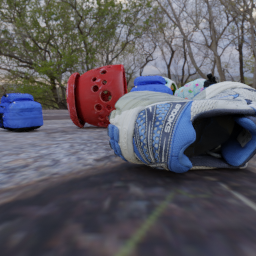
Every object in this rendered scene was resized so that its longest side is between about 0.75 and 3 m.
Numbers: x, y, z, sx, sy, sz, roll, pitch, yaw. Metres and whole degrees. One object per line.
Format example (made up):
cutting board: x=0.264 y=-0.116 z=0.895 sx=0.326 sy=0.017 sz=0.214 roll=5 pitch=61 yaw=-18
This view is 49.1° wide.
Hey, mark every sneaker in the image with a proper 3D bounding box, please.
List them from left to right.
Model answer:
sneaker: x=1.041 y=0.046 z=3.036 sx=2.433 sy=0.938 sz=1.037 roll=-12 pitch=21 yaw=-34

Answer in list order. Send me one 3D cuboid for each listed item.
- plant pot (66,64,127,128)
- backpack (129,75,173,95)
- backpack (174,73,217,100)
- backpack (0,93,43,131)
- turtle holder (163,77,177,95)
plant pot: x=-0.821 y=-0.878 z=8.023 sx=1.622 sy=1.781 sz=1.781 roll=-3 pitch=4 yaw=4
backpack: x=0.709 y=-0.947 z=9.653 sx=1.652 sy=1.706 sz=2.033 roll=-7 pitch=7 yaw=5
backpack: x=2.494 y=-0.861 z=9.696 sx=1.390 sy=1.833 sz=2.196 roll=-20 pitch=-2 yaw=26
backpack: x=-2.715 y=-0.381 z=6.991 sx=0.933 sy=0.964 sz=1.149 roll=-14 pitch=16 yaw=-42
turtle holder: x=1.224 y=-1.395 z=12.611 sx=1.715 sy=1.834 sz=2.414 roll=-10 pitch=8 yaw=32
